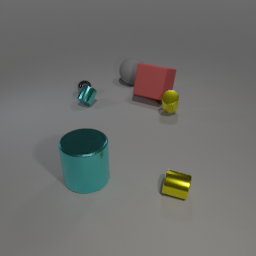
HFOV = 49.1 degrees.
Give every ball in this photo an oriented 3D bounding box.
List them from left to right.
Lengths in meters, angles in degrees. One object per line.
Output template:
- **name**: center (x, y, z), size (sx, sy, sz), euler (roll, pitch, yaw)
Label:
- **ball**: center (-2.084, -1.951, 13.500), size (0.700, 0.700, 0.700), euler (0, 32, 0)
- **ball**: center (0.248, -2.941, 14.410), size (1.400, 1.400, 1.400), euler (0, 32, 0)

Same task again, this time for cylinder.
- **cylinder**: center (-1.260, 0.944, 8.270), size (1.400, 1.400, 1.400), euler (0, 32, 0)
- **cylinder**: center (-1.831, -1.467, 12.489), size (0.700, 0.700, 0.700), euler (19, 80, 28)
- **cylinder**: center (1.745, -1.087, 11.587), size (0.700, 0.700, 0.700), euler (-3, 63, 6)
- **cylinder**: center (1.379, 1.577, 7.885), size (0.700, 0.700, 0.700), euler (13, 34, 12)

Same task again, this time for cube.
- **cube**: center (1.228, -2.132, 12.782), size (1.400, 1.400, 1.400), euler (16, 16, 24)
